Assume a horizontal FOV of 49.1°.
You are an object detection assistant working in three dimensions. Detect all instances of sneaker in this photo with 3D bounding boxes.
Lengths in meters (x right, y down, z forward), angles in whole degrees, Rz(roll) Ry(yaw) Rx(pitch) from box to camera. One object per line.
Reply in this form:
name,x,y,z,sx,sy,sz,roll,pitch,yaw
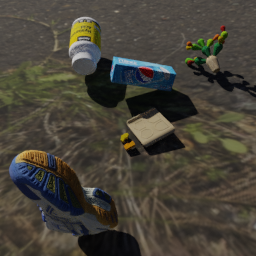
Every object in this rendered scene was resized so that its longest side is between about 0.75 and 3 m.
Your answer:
sneaker,-1.413,1.581,5.659,1.290,2.926,1.101,-28,42,15

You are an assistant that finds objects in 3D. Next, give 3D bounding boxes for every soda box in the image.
soda box,0.501,-1.828,9.517,2.105,0.675,0.714,6,32,-12

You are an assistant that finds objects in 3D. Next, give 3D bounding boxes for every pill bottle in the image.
pill bottle,-1.572,-3.005,10.368,1.156,1.156,2.077,-2,58,-2

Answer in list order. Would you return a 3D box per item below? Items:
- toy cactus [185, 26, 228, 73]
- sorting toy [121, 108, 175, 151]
toy cactus,2.966,-2.765,10.332,1.851,0.946,1.527,-29,65,24
sorting toy,0.474,0.087,8.630,1.604,0.215,1.195,-27,48,-11
